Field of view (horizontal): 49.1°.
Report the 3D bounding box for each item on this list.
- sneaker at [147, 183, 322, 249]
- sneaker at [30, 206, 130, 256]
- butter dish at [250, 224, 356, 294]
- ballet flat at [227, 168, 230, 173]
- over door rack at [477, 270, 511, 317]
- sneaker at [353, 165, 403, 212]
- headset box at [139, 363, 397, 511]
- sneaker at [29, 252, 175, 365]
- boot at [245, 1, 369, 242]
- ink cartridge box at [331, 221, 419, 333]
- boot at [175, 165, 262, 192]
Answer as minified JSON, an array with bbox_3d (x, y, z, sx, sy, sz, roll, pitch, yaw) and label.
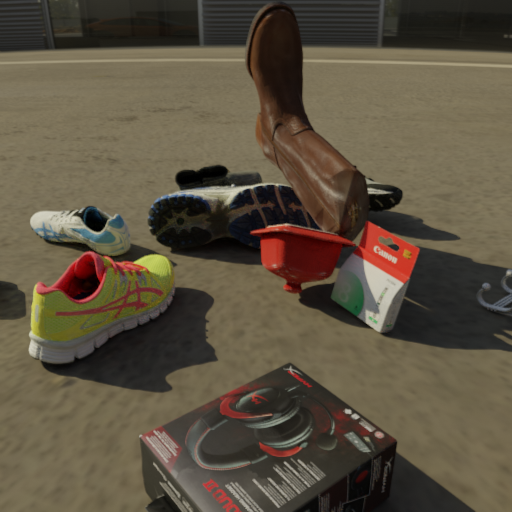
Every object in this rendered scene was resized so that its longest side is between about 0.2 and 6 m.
[{"bbox_3d":[-0.299,-0.897,10.688,3.318,1.278,1.413,3,19,2],"label":"sneaker"},{"bbox_3d":[-3.320,-0.613,10.523,2.319,0.840,0.833,12,29,26],"label":"sneaker"},{"bbox_3d":[0.641,0.089,8.696,1.354,1.001,1.350,11,-4,-20],"label":"butter dish"},{"bbox_3d":[-0.822,-1.718,13.190,0.524,0.485,1.555,-2,26,-3],"label":"ballet flat"},{"bbox_3d":[4.558,0.627,8.118,1.526,0.688,2.066,-19,32,-33],"label":"over door rack"},{"bbox_3d":[1.958,-1.540,11.728,2.396,0.950,0.886,17,-10,39],"label":"sneaker"},{"bbox_3d":[0.020,1.998,5.148,2.055,0.771,1.527,-18,31,-33],"label":"headset box"},{"bbox_3d":[-2.054,0.427,7.934,1.035,1.196,2.648,11,26,25],"label":"sneaker"},{"bbox_3d":[0.890,-2.010,8.876,1.020,2.960,3.176,-19,49,-11],"label":"boot"},{"bbox_3d":[1.668,0.288,8.015,0.324,1.292,1.040,-7,30,-37],"label":"ink cartridge box"},{"bbox_3d":[-0.722,-1.540,11.891,2.037,0.690,1.331,-14,-10,-14],"label":"boot"}]
